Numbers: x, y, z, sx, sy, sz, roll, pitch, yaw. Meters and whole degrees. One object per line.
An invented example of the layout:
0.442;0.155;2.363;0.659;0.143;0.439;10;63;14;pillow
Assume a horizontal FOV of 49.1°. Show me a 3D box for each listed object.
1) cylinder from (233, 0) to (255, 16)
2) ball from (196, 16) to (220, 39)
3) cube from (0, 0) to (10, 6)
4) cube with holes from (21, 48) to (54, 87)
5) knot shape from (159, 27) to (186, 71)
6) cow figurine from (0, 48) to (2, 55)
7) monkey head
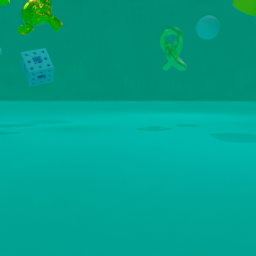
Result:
3.604;-3.770;7.622;1.093;1.093;1.093;7;44;-7;cylinder
2.939;-3.688;10.295;0.829;0.829;0.829;0;6;0;ball
-4.036;-3.966;7.532;1.144;1.144;1.144;-21;42;-27;cube
-3.175;-2.121;9.830;0.850;0.850;0.850;-19;-18;-24;cube with holes
1.443;-2.352;8.948;0.667;1.444;1.352;-9;48;-1;knot shape
-2.838;-1.500;5.122;1.010;0.563;1.026;23;-25;20;cow figurine
-2.529;-3.264;8.191;0.903;1.499;1.078;9;-24;46;monkey head
